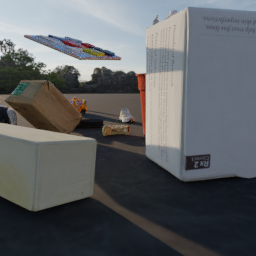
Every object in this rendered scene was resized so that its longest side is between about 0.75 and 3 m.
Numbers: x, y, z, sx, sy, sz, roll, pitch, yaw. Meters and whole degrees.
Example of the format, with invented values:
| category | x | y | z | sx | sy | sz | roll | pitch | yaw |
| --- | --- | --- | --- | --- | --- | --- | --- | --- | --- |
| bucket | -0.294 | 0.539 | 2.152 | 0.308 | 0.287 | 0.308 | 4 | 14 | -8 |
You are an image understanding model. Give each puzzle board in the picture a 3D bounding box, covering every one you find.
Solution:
| category | x | y | z | sx | sy | sz | roll | pitch | yaw |
| --- | --- | --- | --- | --- | --- | --- | --- | --- | --- |
| puzzle board | -1.992 | -3.010 | 10.290 | 2.929 | 0.255 | 2.207 | 27 | 25 | 28 |

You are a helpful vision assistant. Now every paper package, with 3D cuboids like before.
| category | x | y | z | sx | sy | sz | roll | pitch | yaw |
| --- | --- | --- | --- | --- | --- | --- | --- | --- | --- |
| paper package | -2.879 | -0.698 | 9.562 | 1.939 | 1.003 | 1.848 | 9 | -32 | 44 |

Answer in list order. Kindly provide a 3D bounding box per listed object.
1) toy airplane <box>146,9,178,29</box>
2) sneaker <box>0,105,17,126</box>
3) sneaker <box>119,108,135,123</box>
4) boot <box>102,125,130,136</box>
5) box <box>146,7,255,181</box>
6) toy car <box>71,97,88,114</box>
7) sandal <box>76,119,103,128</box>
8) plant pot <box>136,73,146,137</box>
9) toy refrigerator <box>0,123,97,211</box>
| category | x | y | z | sx | sy | sz | roll | pitch | yaw |
| --- | --- | --- | --- | --- | --- | --- | --- | --- | --- |
| toy airplane | 1.563 | -3.464 | 9.513 | 1.463 | 1.032 | 1.457 | -37 | 54 | -20 |
| sneaker | -5.355 | -0.388 | 10.061 | 2.883 | 1.088 | 1.641 | 11 | 12 | 40 |
| sneaker | -0.088 | -0.602 | 13.006 | 0.512 | 0.622 | 1.353 | -4 | 10 | -22 |
| boot | -0.392 | 0.084 | 9.580 | 0.765 | 0.358 | 0.984 | 3 | 6 | 19 |
| box | 2.027 | -0.674 | 5.845 | 2.960 | 2.976 | 1.945 | -3 | 9 | -17 |
| toy car | -3.242 | -1.476 | 17.473 | 1.420 | 0.963 | 2.895 | -1 | 10 | -8 |
| sandal | -2.452 | -0.413 | 11.562 | 2.884 | 0.690 | 1.084 | 0 | 9 | 1 |
| plant pot | 1.293 | -0.721 | 9.133 | 2.126 | 2.068 | 2.126 | 0 | 9 | 0 |
| toy refrigerator | -1.978 | 0.523 | 4.809 | 2.908 | 1.017 | 1.104 | 8 | 5 | 37 |
